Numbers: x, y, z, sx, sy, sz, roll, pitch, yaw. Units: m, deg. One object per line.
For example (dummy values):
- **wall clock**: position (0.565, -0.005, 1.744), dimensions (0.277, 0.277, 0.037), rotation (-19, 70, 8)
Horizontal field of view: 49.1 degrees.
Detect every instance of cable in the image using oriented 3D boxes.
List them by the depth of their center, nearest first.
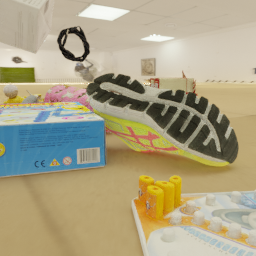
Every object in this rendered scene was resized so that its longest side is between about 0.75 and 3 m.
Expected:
- **cable**: position (-1.746, -2.649, 9.087), dimensions (0.956, 1.171, 0.298), rotation (-28, 35, -16)

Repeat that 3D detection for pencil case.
- **pencil case**: position (-1.222, -0.614, 7.702), dimensions (2.803, 1.160, 1.213), rotation (10, 1, 44)

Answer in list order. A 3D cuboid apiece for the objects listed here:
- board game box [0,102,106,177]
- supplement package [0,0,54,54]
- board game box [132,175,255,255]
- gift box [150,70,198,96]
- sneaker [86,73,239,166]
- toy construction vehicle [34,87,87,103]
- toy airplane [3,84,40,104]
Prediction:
- **board game box**: position (-2.053, 0.069, 5.132), dimensions (2.777, 0.776, 2.719), rotation (-4, 12, -18)
- **supplement package**: position (-2.948, -2.879, 6.656), dimensions (2.034, 1.218, 1.233), rotation (16, 47, -8)
- **board game box**: position (1.614, 0.920, 1.901), dimensions (2.886, 0.373, 2.886), rotation (-1, 11, -6)
- **gift box**: position (1.679, -1.310, 10.280), dimensions (1.487, 1.593, 1.470), rotation (-1, 16, -11)
- **sneaker**: position (0.553, -0.006, 5.012), dimensions (2.769, 1.250, 1.082), rotation (26, 53, 22)
- **toy construction vehicle**: position (-2.483, -1.195, 11.365), dimensions (2.465, 0.868, 2.146), rotation (5, 12, 22)
- **toy airplane**: position (-3.157, -0.572, 7.425), dimensions (1.651, 1.165, 1.644), rotation (-6, 12, -20)
